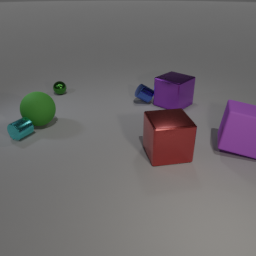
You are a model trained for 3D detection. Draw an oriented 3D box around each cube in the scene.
[{"bbox_3d":[2.187,-1.752,13.307,1.400,1.400,1.400,23,36,37],"label":"cube"},{"bbox_3d":[3.975,0.005,9.638,1.400,1.400,1.400,15,26,11],"label":"cube"},{"bbox_3d":[1.349,0.278,9.476,1.400,1.400,1.400,-5,28,-9],"label":"cube"}]

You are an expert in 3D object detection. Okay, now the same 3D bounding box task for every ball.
[{"bbox_3d":[-3.592,-2.114,14.748,0.700,0.700,0.700,0,28,0],"label":"ball"},{"bbox_3d":[-3.662,-0.781,11.407,1.400,1.400,1.400,0,28,0],"label":"ball"}]

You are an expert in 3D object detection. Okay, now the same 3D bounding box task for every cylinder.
[{"bbox_3d":[0.791,-1.685,13.589,0.700,0.700,0.700,25,20,-22],"label":"cylinder"},{"bbox_3d":[-4.102,0.028,10.703,0.700,0.700,0.700,15,32,26],"label":"cylinder"}]
